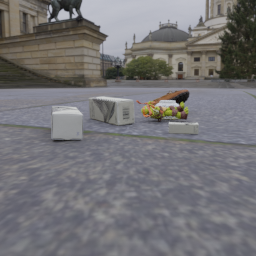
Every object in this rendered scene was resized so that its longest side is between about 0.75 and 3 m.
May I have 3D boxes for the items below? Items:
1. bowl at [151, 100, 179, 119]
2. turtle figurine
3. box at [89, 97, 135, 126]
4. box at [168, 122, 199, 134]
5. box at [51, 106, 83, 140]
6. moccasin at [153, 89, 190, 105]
[{"bbox_3d":[1.581,-0.764,11.245,1.414,0.664,1.414,0,10,0],"label":"bowl"},{"bbox_3d":[1.226,-0.572,10.056,1.750,0.699,2.170,1,11,-6],"label":"turtle figurine"},{"bbox_3d":[-0.635,-0.652,10.083,0.714,0.858,2.089,-10,12,-33],"label":"box"},{"bbox_3d":[1.573,-0.001,7.973,0.832,0.284,0.342,1,10,7],"label":"box"},{"bbox_3d":[-1.729,-0.181,7.758,0.805,0.670,1.959,1,9,-17],"label":"box"},{"bbox_3d":[1.949,-1.316,12.945,2.066,0.756,0.798,-27,45,-17],"label":"moccasin"}]
